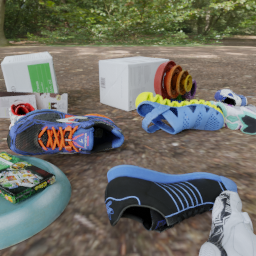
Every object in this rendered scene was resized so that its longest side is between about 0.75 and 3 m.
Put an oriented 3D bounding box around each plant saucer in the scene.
[{"bbox_3d":[-2.546,1.178,5.239,2.905,0.398,2.905,0,21,0],"label":"plant saucer"}]

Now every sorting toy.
[{"bbox_3d":[2.016,-1.385,10.259,1.208,1.769,2.944,13,6,31],"label":"sorting toy"}]

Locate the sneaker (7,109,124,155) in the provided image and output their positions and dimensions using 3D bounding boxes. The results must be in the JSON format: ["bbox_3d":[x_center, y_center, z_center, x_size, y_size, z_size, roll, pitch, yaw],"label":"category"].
[{"bbox_3d":[-1.306,0.133,6.596,2.891,1.089,1.134,-7,16,-36],"label":"sneaker"}]

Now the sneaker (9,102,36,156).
[{"bbox_3d":[-2.896,-0.197,7.768,0.741,1.190,2.221,-10,22,-25],"label":"sneaker"}]

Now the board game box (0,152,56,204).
[{"bbox_3d":[-2.254,0.870,5.275,1.688,0.198,0.885,15,27,34],"label":"board game box"}]

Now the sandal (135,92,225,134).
[{"bbox_3d":[1.489,-0.245,8.456,2.733,1.086,1.190,7,49,10],"label":"sandal"}]

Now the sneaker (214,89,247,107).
[{"bbox_3d":[3.971,-1.193,11.348,0.842,0.589,1.458,-9,23,-27],"label":"sneaker"}]

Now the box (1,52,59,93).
[{"bbox_3d":[-3.554,-1.658,10.430,1.719,1.997,2.007,-11,23,-15],"label":"box"}]

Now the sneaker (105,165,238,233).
[{"bbox_3d":[0.772,1.255,4.622,2.358,0.827,0.919,7,51,-10],"label":"sneaker"}]

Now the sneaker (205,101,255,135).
[{"bbox_3d":[3.550,-0.441,9.182,2.065,0.803,1.445,27,31,34],"label":"sneaker"}]

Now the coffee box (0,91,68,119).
[{"bbox_3d":[-3.073,-0.723,9.065,2.080,0.830,1.176,-1,4,-19],"label":"coffee box"}]

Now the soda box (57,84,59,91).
[{"bbox_3d":[-4.117,-1.674,12.509,2.151,0.685,0.733,12,23,28],"label":"soda box"}]

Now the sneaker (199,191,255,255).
[{"bbox_3d":[1.592,1.592,3.703,1.076,0.703,1.872,10,28,25],"label":"sneaker"}]

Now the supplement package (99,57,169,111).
[{"bbox_3d":[0.264,-1.924,11.582,2.344,1.779,1.766,-18,27,-40],"label":"supplement package"}]
